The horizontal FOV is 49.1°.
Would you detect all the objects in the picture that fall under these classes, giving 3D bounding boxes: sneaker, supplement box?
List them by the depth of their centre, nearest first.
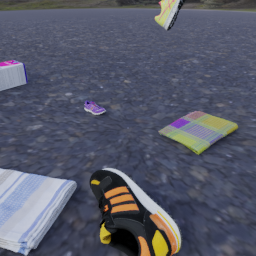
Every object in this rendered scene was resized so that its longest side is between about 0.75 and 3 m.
[{"bbox_3d":[-0.198,1.515,4.995,1.053,0.818,2.339,-19,35,-36],"label":"sneaker"},{"bbox_3d":[1.450,-4.258,9.504,0.760,1.683,0.658,31,15,14],"label":"sneaker"},{"bbox_3d":[-1.165,-0.712,9.639,0.909,0.379,0.367,19,34,30],"label":"sneaker"},{"bbox_3d":[-5.319,-2.170,11.793,0.918,0.938,1.814,23,37,34],"label":"supplement box"}]

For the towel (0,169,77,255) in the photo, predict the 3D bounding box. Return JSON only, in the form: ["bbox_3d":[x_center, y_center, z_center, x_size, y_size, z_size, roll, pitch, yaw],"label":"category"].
[{"bbox_3d":[-2.560,1.451,5.673,2.605,0.310,1.913,8,28,15],"label":"towel"}]

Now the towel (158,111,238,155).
[{"bbox_3d":[2.132,0.052,8.369,2.133,0.243,1.532,-25,38,-37],"label":"towel"}]
